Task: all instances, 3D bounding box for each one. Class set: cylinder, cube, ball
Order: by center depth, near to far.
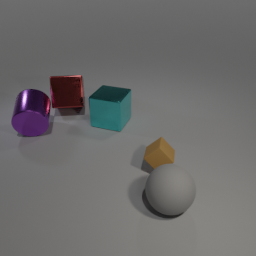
[{"bbox_3d":[1.182,1.700,7.807,1.400,1.400,1.400,0,31,0],"label":"ball"},{"bbox_3d":[1.026,0.859,9.077,0.700,0.700,0.700,-37,16,27],"label":"cube"},{"bbox_3d":[-3.886,-0.622,11.344,1.400,1.400,1.400,-4,46,-7],"label":"cylinder"},{"bbox_3d":[-0.731,-0.877,12.053,1.400,1.400,1.400,11,33,17],"label":"cube"},{"bbox_3d":[-2.758,-1.667,12.940,1.400,1.400,1.400,-3,7,-6],"label":"cube"}]
